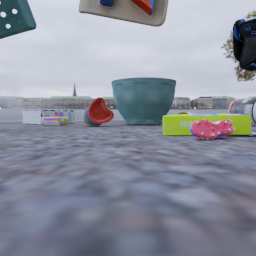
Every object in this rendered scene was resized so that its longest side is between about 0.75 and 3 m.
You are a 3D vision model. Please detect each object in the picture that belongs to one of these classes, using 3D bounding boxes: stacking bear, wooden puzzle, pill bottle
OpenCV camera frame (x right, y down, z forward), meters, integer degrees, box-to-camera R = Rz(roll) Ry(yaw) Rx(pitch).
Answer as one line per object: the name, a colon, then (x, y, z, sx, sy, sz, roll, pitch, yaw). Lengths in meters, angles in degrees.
stacking bear: (-1.198, -0.427, 9.965, 0.818, 0.874, 1.439, -37, 6, -21)
wooden puzzle: (-0.024, -3.614, 6.772, 2.157, 1.997, 0.499, 9, -6, 1)
pill bottle: (4.649, -0.586, 10.134, 1.044, 1.044, 1.833, -1, 2, -22)

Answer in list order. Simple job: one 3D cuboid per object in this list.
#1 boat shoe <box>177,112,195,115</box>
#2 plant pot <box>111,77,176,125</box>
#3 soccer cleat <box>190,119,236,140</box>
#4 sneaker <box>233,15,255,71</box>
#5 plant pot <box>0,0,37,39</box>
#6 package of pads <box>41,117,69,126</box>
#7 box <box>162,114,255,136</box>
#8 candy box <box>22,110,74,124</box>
boat shoe: (3.636, -0.559, 16.008, 1.712, 0.606, 0.594, 13, 10, 40)
plant pot: (0.654, -1.035, 11.746, 2.713, 1.818, 2.713, 0, 3, 0)
soccer cleat: (1.196, 0.048, 4.102, 0.916, 0.305, 0.350, -6, -22, -36)
sneaker: (3.324, -2.599, 6.163, 1.672, 2.989, 1.092, 5, 31, -6)
plant pot: (-2.672, -2.509, 6.061, 1.127, 1.128, 1.595, -21, 32, -11)
package of pads: (-2.784, -0.262, 10.787, 0.771, 0.340, 0.998, 0, 2, 9)
box: (1.477, -0.064, 5.083, 1.623, 0.387, 0.990, 0, 3, 12)
candy box: (-3.767, -0.524, 13.334, 1.567, 0.668, 1.868, 2, 3, 40)
